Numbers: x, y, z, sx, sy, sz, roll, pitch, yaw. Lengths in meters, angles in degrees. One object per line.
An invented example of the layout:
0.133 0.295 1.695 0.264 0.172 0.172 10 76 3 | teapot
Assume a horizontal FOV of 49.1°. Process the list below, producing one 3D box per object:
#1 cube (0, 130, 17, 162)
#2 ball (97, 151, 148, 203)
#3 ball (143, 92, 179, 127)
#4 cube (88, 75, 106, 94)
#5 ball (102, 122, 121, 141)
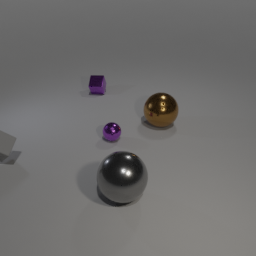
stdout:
-4.153 0.569 9.014 0.700 0.700 0.700 31 50 -28 | cube
-0.153 1.325 7.637 1.400 1.400 1.400 0 30 0 | ball
1.317 -0.720 11.202 1.400 1.400 1.400 0 30 0 | ball
-1.525 -2.168 14.080 0.700 0.700 0.700 3 65 9 | cube
-0.594 0.134 10.364 0.700 0.700 0.700 0 30 0 | ball
